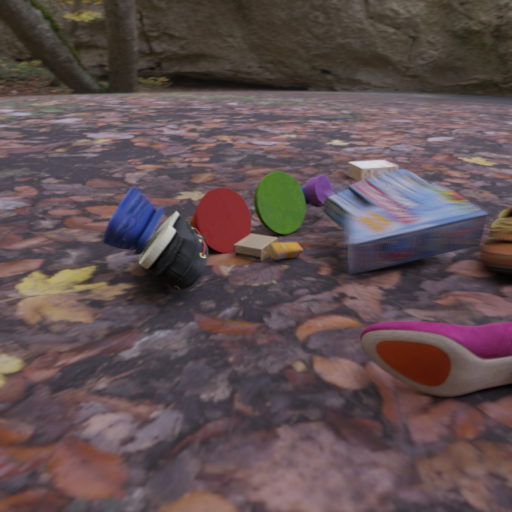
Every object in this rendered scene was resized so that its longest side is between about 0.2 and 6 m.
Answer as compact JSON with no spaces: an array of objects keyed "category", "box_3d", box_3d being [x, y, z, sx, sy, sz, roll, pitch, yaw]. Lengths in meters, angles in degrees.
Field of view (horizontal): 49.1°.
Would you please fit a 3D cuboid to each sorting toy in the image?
[{"category":"sorting toy","box_3d":[-0.009,-1.081,13.190,4.187,1.452,1.442,-20,7,-38]}]

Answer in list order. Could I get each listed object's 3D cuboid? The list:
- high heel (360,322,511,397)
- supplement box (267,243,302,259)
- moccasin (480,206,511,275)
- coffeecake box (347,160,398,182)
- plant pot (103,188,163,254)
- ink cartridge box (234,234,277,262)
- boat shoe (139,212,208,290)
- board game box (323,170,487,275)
[{"category":"high heel","box_3d":[2.769,1.155,7.319,2.848,0.960,1.369,17,33,2]},{"category":"supplement box","box_3d":[0.583,-0.110,11.369,0.718,0.247,0.239,-1,43,-38]},{"category":"moccasin","box_3d":[5.120,-0.372,11.100,1.022,1.079,2.794,16,26,27]},{"category":"coffeecake box","box_3d":[3.762,-2.754,18.131,1.297,0.474,0.996,-6,22,-15]},{"category":"plant pot","box_3d":[-2.273,-0.590,10.496,0.791,0.879,0.879,28,57,-9]},{"category":"ink cartridge box","box_3d":[0.001,-0.181,11.717,0.653,0.298,0.793,9,24,26]},{"category":"boat shoe","box_3d":[-1.556,-0.101,10.681,0.999,1.166,3.187,36,3,-14]},{"category":"board game box","box_3d":[2.620,-0.761,11.315,2.661,0.821,2.662,-21,42,-18]}]
